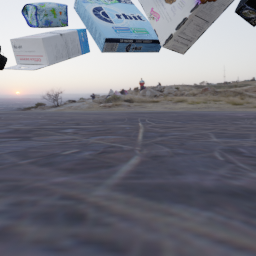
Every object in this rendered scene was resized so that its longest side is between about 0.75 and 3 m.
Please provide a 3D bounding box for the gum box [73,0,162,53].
[{"bbox_3d":[-0.350,-3.517,9.430,2.218,2.611,0.582,-10,-36,-31],"label":"gum box"}]

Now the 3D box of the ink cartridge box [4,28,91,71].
[{"bbox_3d":[-1.922,-1.902,6.636,1.099,0.633,1.897,9,28,30],"label":"ink cartridge box"}]

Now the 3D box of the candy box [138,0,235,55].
[{"bbox_3d":[1.378,-3.125,6.310,0.789,1.850,2.205,6,-37,-38],"label":"candy box"}]

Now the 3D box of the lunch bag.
[{"bbox_3d":[-2.828,-3.838,9.486,1.173,0.879,1.379,-16,35,-35],"label":"lunch bag"}]

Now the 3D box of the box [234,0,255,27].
[{"bbox_3d":[3.802,-3.814,7.336,0.751,1.745,1.429,33,-19,-8],"label":"box"}]

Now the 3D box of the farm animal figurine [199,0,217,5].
[{"bbox_3d":[1.180,-2.613,4.760,0.565,0.907,1.123,-12,-8,23],"label":"farm animal figurine"}]

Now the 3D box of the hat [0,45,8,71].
[{"bbox_3d":[-3.867,-1.997,8.392,1.043,1.043,0.421,4,-8,44],"label":"hat"}]
